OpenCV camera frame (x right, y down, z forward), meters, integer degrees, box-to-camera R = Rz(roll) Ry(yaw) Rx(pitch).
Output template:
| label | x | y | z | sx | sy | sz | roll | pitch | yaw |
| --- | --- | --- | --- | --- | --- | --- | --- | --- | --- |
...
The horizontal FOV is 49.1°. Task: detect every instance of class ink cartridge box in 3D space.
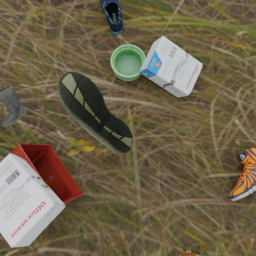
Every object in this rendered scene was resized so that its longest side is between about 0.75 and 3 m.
| label | x | y | z | sx | sy | sz | roll | pitch | yaw |
| --- | --- | --- | --- | --- | --- | --- | --- | --- | --- |
| ink cartridge box | 1.566 | -2.168 | 10.184 | 1.875 | 0.785 | 1.360 | 30 | 79 | -17 |
| ink cartridge box | -2.562 | 1.683 | 6.596 | 1.763 | 0.740 | 1.276 | 40 | 81 | 22 |

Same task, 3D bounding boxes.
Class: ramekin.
| label | x | y | z | sx | sy | sz | roll | pitch | yaw |
| --- | --- | --- | --- | --- | --- | --- | --- | --- | --- |
| ramekin | 0.010 | -2.418 | 10.617 | 1.315 | 0.642 | 1.315 | 0 | 79 | 0 |

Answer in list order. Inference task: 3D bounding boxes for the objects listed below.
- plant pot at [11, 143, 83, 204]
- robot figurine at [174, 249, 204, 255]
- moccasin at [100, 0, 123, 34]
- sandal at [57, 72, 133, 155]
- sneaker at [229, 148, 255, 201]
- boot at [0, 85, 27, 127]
| label | x | y | z | sx | sy | sz | roll | pitch | yaw |
| --- | --- | --- | --- | --- | --- | --- | --- | --- | --- |
| plant pot | -3.125 | 1.959 | 9.092 | 1.926 | 2.184 | 2.186 | -38 | 81 | 5 |
| robot figurine | 2.072 | 4.954 | 9.183 | 1.303 | 0.523 | 1.797 | -2 | 79 | -2 |
| moccasin | -0.580 | -4.795 | 11.068 | 0.829 | 0.702 | 2.060 | -20 | 79 | -4 |
| sandal | -0.962 | -0.274 | 7.694 | 2.768 | 0.790 | 1.099 | 51 | 58 | -21 |
| sneaker | 4.128 | 1.512 | 9.810 | 2.221 | 0.862 | 1.244 | -33 | 76 | -17 |
| boot | -3.067 | -0.550 | 7.114 | 0.311 | 0.858 | 0.780 | 27 | 61 | 37 |
